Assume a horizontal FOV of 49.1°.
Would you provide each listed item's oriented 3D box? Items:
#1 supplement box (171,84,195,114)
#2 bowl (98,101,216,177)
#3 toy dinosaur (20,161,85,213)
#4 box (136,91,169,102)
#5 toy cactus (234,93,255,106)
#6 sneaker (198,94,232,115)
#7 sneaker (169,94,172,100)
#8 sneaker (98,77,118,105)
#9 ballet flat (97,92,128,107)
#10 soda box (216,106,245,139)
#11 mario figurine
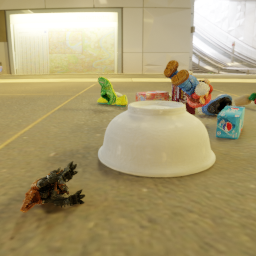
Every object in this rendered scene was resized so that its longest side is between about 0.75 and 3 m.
[{"bbox_3d":[2.449,-1.508,12.543,0.772,1.380,2.536,0,13,2],"label":"supplement box"},{"bbox_3d":[0.645,0.052,6.494,2.728,1.226,2.728,0,14,0],"label":"bowl"},{"bbox_3d":[-1.196,0.987,4.362,0.884,0.665,1.302,-11,29,17],"label":"toy dinosaur"},{"bbox_3d":[1.157,-1.341,13.241,1.511,0.715,0.776,-11,18,-39],"label":"box"},{"bbox_3d":[6.075,-1.365,13.280,1.881,1.166,2.279,-14,8,31],"label":"toy cactus"},{"bbox_3d":[3.921,-0.951,11.467,1.989,0.763,1.106,-14,13,-33],"label":"sneaker"},{"bbox_3d":[1.902,-1.719,15.391,1.161,0.439,0.447,-4,11,-12],"label":"sneaker"},{"bbox_3d":[-0.987,-1.683,12.550,0.607,1.453,0.538,-23,-15,-34],"label":"sneaker"},{"bbox_3d":[-0.791,-1.488,13.983,1.937,0.649,0.647,11,21,40],"label":"ballet flat"},{"bbox_3d":[3.232,-0.223,8.743,0.631,0.668,1.968,7,15,26],"label":"soda box"},{"bbox_3d":[2.261,-1.583,9.515,1.237,1.441,2.334,-14,-25,35],"label":"mario figurine"}]
